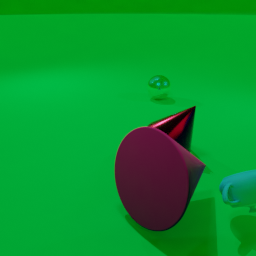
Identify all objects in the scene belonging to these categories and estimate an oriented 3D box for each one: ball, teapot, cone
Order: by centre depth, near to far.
[{"bbox_3d":[2.033,1.083,4.714,1.339,0.656,0.833,1,-23,-34],"label":"teapot"},{"bbox_3d":[0.920,0.779,5.046,1.674,1.668,1.668,-3,21,-41],"label":"cone"},{"bbox_3d":[1.276,-0.093,6.732,1.285,1.290,1.285,16,45,-16],"label":"cone"},{"bbox_3d":[1.221,-1.603,11.016,0.948,0.948,0.948,0,25,0],"label":"ball"}]
